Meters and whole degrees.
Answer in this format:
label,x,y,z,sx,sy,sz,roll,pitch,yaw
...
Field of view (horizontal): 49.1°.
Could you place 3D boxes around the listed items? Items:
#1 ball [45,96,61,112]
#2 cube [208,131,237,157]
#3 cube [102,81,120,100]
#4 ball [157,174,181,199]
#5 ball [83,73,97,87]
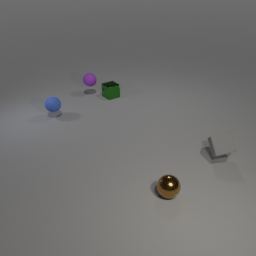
label,x,y,z,sx,sy,sz,roll,pitch,yaw
ball,-3.321,-1.046,12.409,0.700,0.700,0.700,0,30,0
cube,3.209,0.562,9.601,0.700,0.700,0.700,-15,-9,6
cube,-0.887,-1.960,14.540,0.700,0.700,0.700,-21,37,-30
ball,1.201,1.723,8.266,0.700,0.700,0.700,0,30,0
ball,-1.974,-2.495,14.483,0.700,0.700,0.700,0,30,0
